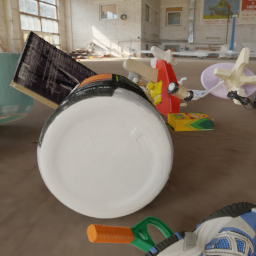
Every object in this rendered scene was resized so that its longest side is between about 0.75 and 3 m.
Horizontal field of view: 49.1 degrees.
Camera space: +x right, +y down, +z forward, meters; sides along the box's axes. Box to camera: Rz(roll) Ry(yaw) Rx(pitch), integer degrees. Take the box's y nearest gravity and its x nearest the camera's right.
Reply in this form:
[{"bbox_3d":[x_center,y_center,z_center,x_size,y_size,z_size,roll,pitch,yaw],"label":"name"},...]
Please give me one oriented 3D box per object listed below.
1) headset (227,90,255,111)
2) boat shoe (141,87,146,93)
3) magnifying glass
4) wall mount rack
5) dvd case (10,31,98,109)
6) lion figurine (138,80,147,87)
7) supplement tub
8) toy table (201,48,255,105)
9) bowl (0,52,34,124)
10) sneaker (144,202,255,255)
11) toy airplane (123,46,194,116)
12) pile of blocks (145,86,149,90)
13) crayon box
[{"bbox_3d":[4.456,-1.201,9.287,2.493,1.539,1.171,-21,38,-32],"label":"headset"},{"bbox_3d":[-0.349,-0.714,8.579,2.815,0.925,1.013,-19,23,-41],"label":"boat shoe"},{"bbox_3d":[0.099,1.104,2.849,1.219,0.136,0.485,25,25,-42],"label":"magnifying glass"},{"bbox_3d":[3.271,-1.831,12.632,2.058,0.883,2.369,6,18,19],"label":"wall mount rack"},{"bbox_3d":[-1.421,-1.068,6.960,2.659,0.212,1.977,29,39,-31],"label":"dvd case"},{"bbox_3d":[0.423,-1.840,12.684,1.205,0.713,1.967,-1,8,-2],"label":"lion figurine"},{"bbox_3d":[-0.336,0.019,4.716,1.737,1.737,2.835,-1,16,-2],"label":"supplement tub"},{"bbox_3d":[4.425,-2.022,11.581,2.420,2.224,1.417,-2,-1,-3],"label":"toy table"},{"bbox_3d":[-3.668,-0.876,7.525,2.772,1.450,2.772,-14,-1,0],"label":"bowl"},{"bbox_3d":[0.849,1.278,2.633,1.864,0.706,0.718,-12,44,-39],"label":"sneaker"},{"bbox_3d":[1.066,-1.521,9.544,1.709,2.421,2.411,-42,0,35],"label":"toy airplane"},{"bbox_3d":[1.501,-1.738,12.758,1.762,0.548,0.723,-17,-19,-40],"label":"pile of blocks"},{"bbox_3d":[1.657,-0.182,7.955,1.302,0.331,0.826,-3,16,-8],"label":"crayon box"}]
